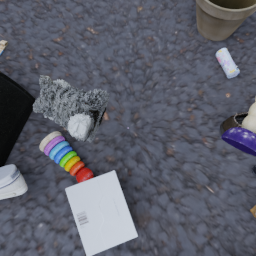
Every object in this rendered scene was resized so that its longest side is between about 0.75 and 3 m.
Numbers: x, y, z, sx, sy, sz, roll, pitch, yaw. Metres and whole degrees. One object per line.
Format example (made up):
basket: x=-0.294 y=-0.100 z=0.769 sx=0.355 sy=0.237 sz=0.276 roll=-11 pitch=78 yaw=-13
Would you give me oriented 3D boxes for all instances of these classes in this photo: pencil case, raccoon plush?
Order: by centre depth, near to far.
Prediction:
raccoon plush: x=-1.291 y=-0.528 z=5.493 sx=1.603 sy=2.392 sz=1.157 roll=22 pitch=85 yaw=-1
pencil case: x=3.339 y=-2.179 z=9.404 sx=0.430 sy=0.469 sz=1.034 roll=-18 pitch=67 yaw=-4

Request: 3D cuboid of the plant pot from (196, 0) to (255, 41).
plant pot: x=3.167 y=-4.034 z=9.441 sx=2.165 sy=1.879 sz=2.165 roll=0 pitch=66 yaw=0

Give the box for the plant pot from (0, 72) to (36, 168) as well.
plant pot: x=-4.695 y=-0.567 z=7.571 sx=2.882 sy=2.557 sz=2.875 roll=17 pitch=68 yaw=6

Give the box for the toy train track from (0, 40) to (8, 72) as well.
toy train track: x=-4.691 y=-2.372 z=9.592 sx=1.006 sy=0.285 sz=1.753 roll=20 pitch=67 yaw=8

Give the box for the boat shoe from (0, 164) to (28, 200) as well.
boat shoe: x=-3.812 y=1.721 z=7.439 sx=2.532 sy=0.884 sz=0.898 roll=-18 pitch=27 yaw=13

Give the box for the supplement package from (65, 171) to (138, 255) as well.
supplement package: x=-0.677 y=2.095 z=7.094 sx=1.301 sy=0.926 sz=1.670 roll=-19 pitch=81 yaw=-8

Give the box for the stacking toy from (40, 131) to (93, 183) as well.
stacking toy: x=-1.689 y=0.934 z=7.958 sx=0.750 sy=0.750 sz=1.757 roll=-42 pitch=77 yaw=-16

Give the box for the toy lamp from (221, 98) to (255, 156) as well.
toy lamp: x=2.675 y=-0.953 z=5.054 sx=0.850 sy=0.850 sz=2.922 roll=28 pitch=87 yaw=12

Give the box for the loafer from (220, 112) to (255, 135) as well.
loafer: x=4.104 y=-0.115 z=8.249 sx=2.569 sy=0.916 sz=0.938 roll=-8 pitch=67 yaw=-4

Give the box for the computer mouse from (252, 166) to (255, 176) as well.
computer mouse: x=3.978 y=1.239 z=8.070 sx=0.874 sy=0.201 sz=0.613 roll=-32 pitch=70 yaw=-22

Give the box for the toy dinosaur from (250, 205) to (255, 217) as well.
toy dinosaur: x=4.263 y=2.768 z=7.239 sx=1.405 sy=0.799 sz=2.646 roll=-44 pitch=85 yaw=-5
